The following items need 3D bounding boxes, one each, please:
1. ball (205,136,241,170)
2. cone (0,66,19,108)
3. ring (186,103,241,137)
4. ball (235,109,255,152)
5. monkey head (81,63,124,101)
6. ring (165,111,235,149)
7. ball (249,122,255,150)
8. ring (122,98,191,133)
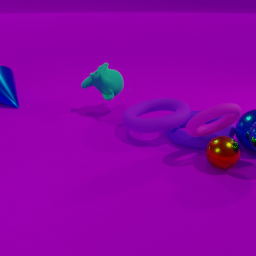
[{"bbox_3d":[2.082,0.541,6.153,0.745,0.745,0.745,0,25,0],"label":"ball"},{"bbox_3d":[-4.257,-1.149,9.858,1.494,1.489,1.489,42,41,19],"label":"cone"},{"bbox_3d":[1.892,-0.159,6.224,1.254,1.254,0.251,-9,66,-19],"label":"ring"},{"bbox_3d":[3.172,0.062,6.816,1.062,1.062,1.062,0,25,0],"label":"ball"},{"bbox_3d":[-0.782,-1.394,9.010,1.241,1.039,1.725,-31,20,18],"label":"monkey head"},{"bbox_3d":[1.928,-0.002,7.609,1.862,0.372,1.862,-3,26,1],"label":"ring"},{"bbox_3d":[2.938,0.175,5.790,0.802,0.802,0.802,0,25,0],"label":"ball"},{"bbox_3d":[0.769,-0.382,7.722,1.879,0.376,1.879,-9,23,4],"label":"ring"}]
